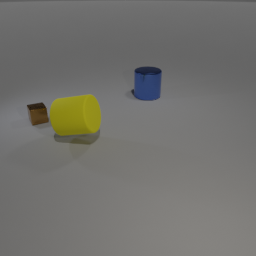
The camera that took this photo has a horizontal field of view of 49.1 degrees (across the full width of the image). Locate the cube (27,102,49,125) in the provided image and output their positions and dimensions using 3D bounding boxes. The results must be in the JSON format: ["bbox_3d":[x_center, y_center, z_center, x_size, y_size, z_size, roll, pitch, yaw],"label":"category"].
[{"bbox_3d":[-3.890,-0.621,12.063,0.700,0.700,0.700,-14,30,-25],"label":"cube"}]

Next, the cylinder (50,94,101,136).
[{"bbox_3d":[-1.898,-0.459,10.291,1.400,1.400,1.400,-5,25,19],"label":"cylinder"}]

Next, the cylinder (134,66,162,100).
[{"bbox_3d":[1.020,-2.326,14.520,1.400,1.400,1.400,0,28,0],"label":"cylinder"}]
